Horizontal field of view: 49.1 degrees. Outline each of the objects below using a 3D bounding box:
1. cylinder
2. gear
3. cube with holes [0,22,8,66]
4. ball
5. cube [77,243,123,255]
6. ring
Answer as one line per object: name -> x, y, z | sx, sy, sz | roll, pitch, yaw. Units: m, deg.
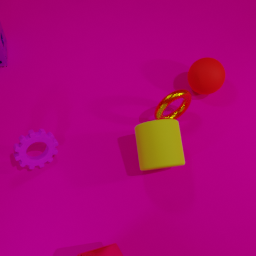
cylinder -> 0.819, 0.460, 7.317 | 1.158, 1.158, 1.158 | -7, 80, -3
gear -> -2.409, 0.560, 7.373 | 1.115, 1.115, 0.206 | -32, 42, -15
cube with holes -> -4.680, -2.807, 9.012 | 1.207, 1.207, 1.207 | -8, 61, -12
ball -> 2.380, -1.579, 8.527 | 1.115, 1.115, 1.115 | 0, 63, 0
cube -> -0.647, 3.247, 5.670 | 1.149, 1.149, 1.149 | -50, 57, 20
ring -> 1.285, -0.598, 7.975 | 1.230, 1.230, 0.246 | -27, 59, -13
